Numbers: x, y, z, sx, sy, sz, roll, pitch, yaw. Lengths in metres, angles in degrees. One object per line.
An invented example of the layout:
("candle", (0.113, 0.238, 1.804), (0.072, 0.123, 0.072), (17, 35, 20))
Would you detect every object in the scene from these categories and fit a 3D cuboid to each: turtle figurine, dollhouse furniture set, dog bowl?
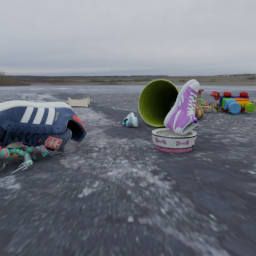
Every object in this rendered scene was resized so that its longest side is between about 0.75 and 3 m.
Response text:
("turtle figurine", (-2.177, 0.542, 5.580), (0.799, 0.538, 1.068), (6, 7, 28))
("dollhouse furniture set", (3.609, -1.335, 13.574), (2.125, 1.144, 0.864), (-8, 14, -36))
("dog bowl", (1.146, 0.302, 6.983), (1.129, 0.416, 1.129), (0, 10, 0))

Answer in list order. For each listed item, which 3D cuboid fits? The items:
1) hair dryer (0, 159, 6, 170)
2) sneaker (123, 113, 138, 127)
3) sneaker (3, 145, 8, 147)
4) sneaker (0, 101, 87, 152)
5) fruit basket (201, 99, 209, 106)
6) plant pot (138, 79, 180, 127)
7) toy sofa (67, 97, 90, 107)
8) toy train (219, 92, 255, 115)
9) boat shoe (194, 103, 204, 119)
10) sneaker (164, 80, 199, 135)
("hair dryer", (-3.490, 0.563, 5.612), (2.038, 0.727, 2.676), (12, 12, -19))
("sneaker", (0.022, -0.295, 10.076), (0.485, 0.436, 1.124), (-5, 12, -11))
("sneaker", (-2.942, 0.120, 7.459), (1.902, 0.764, 0.821), (10, 4, -11))
("sneaker", (-1.956, 0.093, 6.082), (1.152, 1.022, 2.727), (44, 32, 18))
("fruit basket", (3.864, -1.198, 14.821), (1.279, 0.600, 1.185), (12, 4, -30))
("plant pot", (1.522, -0.828, 10.352), (1.646, 1.646, 1.759), (7, 2, 33))
("toy sofa", (-2.790, -1.408, 15.943), (1.220, 0.595, 0.505), (0, -14, -1))
("toy train", (5.615, -1.101, 13.185), (2.289, 0.969, 1.324), (0, 21, -1))
("boat shoe", (2.872, -0.710, 11.929), (0.627, 0.642, 1.697), (6, 20, 4))
("sneaker", (1.557, -0.480, 6.971), (0.508, 1.401, 0.799), (21, 9, -40))
